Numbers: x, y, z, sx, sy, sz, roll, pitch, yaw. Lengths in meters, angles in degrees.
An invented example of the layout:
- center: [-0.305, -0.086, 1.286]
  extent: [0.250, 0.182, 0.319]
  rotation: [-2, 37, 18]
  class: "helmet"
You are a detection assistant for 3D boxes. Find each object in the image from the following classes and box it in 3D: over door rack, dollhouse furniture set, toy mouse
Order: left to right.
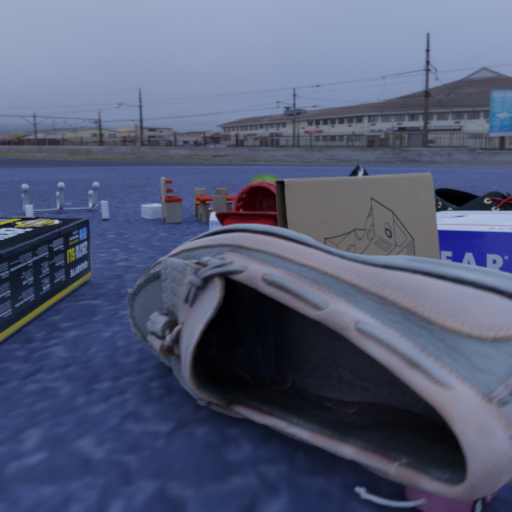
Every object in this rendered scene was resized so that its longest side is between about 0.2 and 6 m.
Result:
- center: [-4.949, -1.424, 14.394]
  extent: [1.941, 0.875, 2.627]
  rotation: [-6, 13, -23]
  class: "over door rack"
- center: [-1.250, -1.373, 13.581]
  extent: [2.040, 1.062, 2.062]
  rotation: [-4, 12, -17]
  class: "dollhouse furniture set"
- center: [1.369, 1.155, 2.827]
  extent: [1.585, 0.307, 1.408]
  rotation: [5, 12, 25]
  class: "toy mouse"

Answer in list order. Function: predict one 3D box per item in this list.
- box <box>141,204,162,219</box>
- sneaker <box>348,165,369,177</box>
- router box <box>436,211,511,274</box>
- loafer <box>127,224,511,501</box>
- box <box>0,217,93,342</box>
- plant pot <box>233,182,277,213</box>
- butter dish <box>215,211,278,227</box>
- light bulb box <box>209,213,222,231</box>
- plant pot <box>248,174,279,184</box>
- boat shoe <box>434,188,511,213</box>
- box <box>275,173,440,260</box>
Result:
- center: [-2.587, -1.130, 14.254]
  extent: [0.507, 0.331, 0.504]
  rotation: [-10, 15, -41]
  class: "box"
- center: [2.344, -1.071, 11.871]
  extent: [1.048, 0.906, 2.394]
  rotation: [29, 31, -10]
  class: "sneaker"
- center: [3.097, -0.142, 7.589]
  extent: [2.702, 0.735, 3.011]
  rotation: [-10, 10, -40]
  class: "router box"
- center: [0.065, 0.503, 3.513]
  extent: [3.478, 1.251, 1.094]
  rotation: [4, 17, 45]
  class: "loafer"
- center: [-3.835, 0.258, 5.761]
  extent: [3.103, 0.959, 3.886]
  rotation: [2, 11, 1]
  class: "box"
- center: [0.187, -1.011, 11.618]
  extent: [1.104, 1.104, 1.006]
  rotation: [4, 13, 18]
  class: "plant pot"
- center: [-0.016, -0.008, 7.581]
  extent: [1.148, 0.848, 1.145]
  rotation: [5, -33, 35]
  class: "butter dish"
- center: [-0.335, -0.410, 9.874]
  extent: [0.985, 0.620, 0.994]
  rotation: [0, 12, -3]
  class: "light bulb box"
- center: [0.308, -1.456, 14.570]
  extent: [1.092, 1.092, 1.037]
  rotation: [-2, 24, -8]
  class: "plant pot"
- center: [4.152, -0.617, 9.978]
  extent: [1.232, 1.055, 3.368]
  rotation: [-2, 13, -15]
  class: "boat shoe"
- center: [1.074, -0.021, 5.535]
  extent: [1.905, 1.558, 0.203]
  rotation: [-6, 3, -29]
  class: "box"
